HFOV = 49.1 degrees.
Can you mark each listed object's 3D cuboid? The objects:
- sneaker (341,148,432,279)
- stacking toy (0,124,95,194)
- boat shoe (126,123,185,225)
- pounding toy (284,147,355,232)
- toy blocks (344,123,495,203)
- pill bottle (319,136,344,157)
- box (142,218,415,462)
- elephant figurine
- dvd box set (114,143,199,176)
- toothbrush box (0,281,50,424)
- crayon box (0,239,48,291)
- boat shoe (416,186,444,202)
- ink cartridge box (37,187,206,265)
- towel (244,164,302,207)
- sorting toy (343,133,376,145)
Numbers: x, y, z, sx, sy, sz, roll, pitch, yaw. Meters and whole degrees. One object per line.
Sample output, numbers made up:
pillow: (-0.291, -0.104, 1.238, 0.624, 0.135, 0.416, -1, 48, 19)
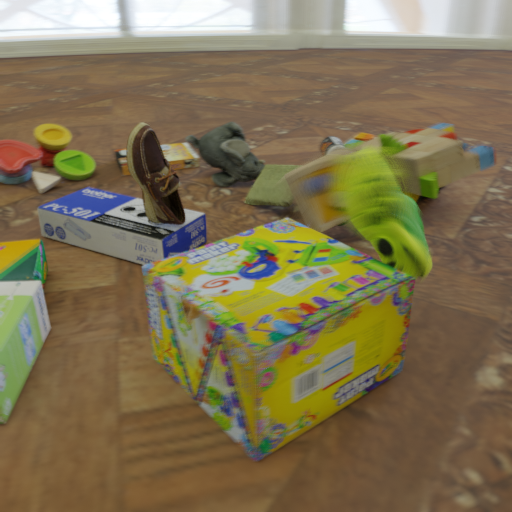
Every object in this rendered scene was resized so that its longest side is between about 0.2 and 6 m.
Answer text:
sneaker: (1.644, -0.547, 7.166, 0.732, 1.975, 0.825, -19, 33, 23)
stacking toy: (-5.230, -2.132, 13.816, 2.016, 0.941, 2.227, 39, 44, 14)
boat shoe: (-1.531, -1.253, 9.107, 0.709, 1.969, 0.710, 16, 48, 20)
pounding toy: (1.535, -1.102, 10.215, 1.373, 1.492, 1.060, -27, 10, -8)
toy blocks: (3.392, -2.058, 11.365, 1.937, 1.416, 2.834, -23, 24, -16)
pill bottle: (2.025, -2.792, 14.825, 0.627, 0.627, 1.180, -2, 27, -5)
box: (0.236, 0.795, 7.016, 2.412, 1.471, 2.323, -20, 33, -32)
elephant figurine: (-0.479, -2.246, 13.271, 1.504, 1.372, 1.939, -32, 49, 0)
dvd box set: (-2.629, -2.567, 14.742, 1.990, 0.293, 1.456, -9, 30, -17)
toothbrush box: (-3.616, 1.147, 7.022, 1.434, 0.848, 1.969, -2, 29, -3)
crayon box: (-4.493, 0.437, 8.551, 2.347, 0.684, 1.394, -7, 28, -12)
boat shoe: (3.794, -1.692, 12.502, 0.691, 0.807, 2.206, 17, 32, 30)
ink cartridge box: (-2.520, -0.574, 10.548, 2.919, 0.645, 1.372, 14, 30, 26)
towel: (0.420, -1.508, 11.993, 1.414, 0.258, 1.049, 8, 65, 49)
sorting toy: (3.287, -3.097, 15.726, 1.675, 0.330, 1.809, 17, 32, 29)
